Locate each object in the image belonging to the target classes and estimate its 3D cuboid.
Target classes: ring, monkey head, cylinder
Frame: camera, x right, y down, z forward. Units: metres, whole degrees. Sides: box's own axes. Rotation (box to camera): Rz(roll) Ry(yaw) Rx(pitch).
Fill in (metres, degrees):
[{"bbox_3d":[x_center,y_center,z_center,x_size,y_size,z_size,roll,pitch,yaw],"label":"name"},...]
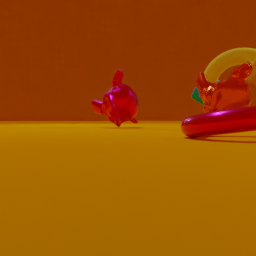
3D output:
[{"bbox_3d":[2.920,-1.038,7.264,2.038,2.038,0.408,1,24,30],"label":"ring"},{"bbox_3d":[2.044,-0.768,5.996,0.992,1.184,1.646,-16,-35,-3],"label":"monkey head"},{"bbox_3d":[2.550,-1.059,8.555,0.874,0.874,0.874,36,14,17],"label":"cylinder"},{"bbox_3d":[-0.312,-0.644,7.263,1.144,1.591,0.959,14,43,43],"label":"monkey head"},{"bbox_3d":[1.101,-0.064,2.889,1.098,0.220,1.098,-6,-3,0],"label":"ring"}]

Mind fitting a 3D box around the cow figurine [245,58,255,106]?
[{"bbox_3d":[2.867,-0.773,5.731,1.362,1.384,0.760,30,-25,18],"label":"cow figurine"}]
